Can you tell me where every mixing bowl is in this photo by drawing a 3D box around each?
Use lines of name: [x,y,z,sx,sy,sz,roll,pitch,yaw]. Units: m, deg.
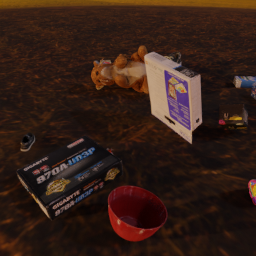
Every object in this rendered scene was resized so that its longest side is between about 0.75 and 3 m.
mixing bowl: [0.109,1.801,5.631,1.209,0.655,1.209,15,24,-7]

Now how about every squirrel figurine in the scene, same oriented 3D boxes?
squirrel figurine: [-0.264,-2.437,12.579,2.562,1.943,2.745,-8,11,10]

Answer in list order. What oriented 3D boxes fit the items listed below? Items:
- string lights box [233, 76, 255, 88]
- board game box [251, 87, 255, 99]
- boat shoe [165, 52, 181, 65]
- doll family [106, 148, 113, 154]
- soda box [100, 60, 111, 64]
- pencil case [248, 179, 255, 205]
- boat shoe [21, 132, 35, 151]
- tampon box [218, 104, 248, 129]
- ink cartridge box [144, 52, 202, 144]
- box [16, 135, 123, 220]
string lights box: [5.653,-2.138,13.072,1.253,0.369,0.644,2,29,4]
board game box: [6.031,-1.292,11.529,1.336,0.412,1.337,-4,29,-5]
boat shoe: [2.090,-3.375,14.739,0.994,0.895,2.812,13,32,22]
doll family: [-0.681,0.878,7.791,0.760,0.342,0.472,-34,39,-5]
soda box: [-1.091,-3.030,14.504,0.565,0.534,1.669,-4,29,-8]
pencil case: [3.587,1.427,6.516,1.491,0.659,0.659,-3,29,-8]
boat shoe: [-3.118,0.357,8.712,0.330,0.311,0.920,-3,28,-2]
tampon box: [3.407,-0.348,9.017,0.748,0.630,0.999,0,-11,31]
ink cartridge box: [1.414,-0.988,8.920,0.503,2.317,2.296,-26,40,-19]
box: [-1.426,1.106,6.972,2.094,0.482,1.664,-28,39,-30]
